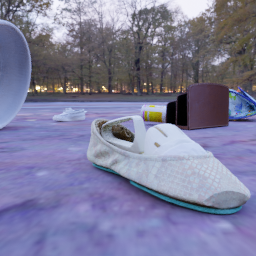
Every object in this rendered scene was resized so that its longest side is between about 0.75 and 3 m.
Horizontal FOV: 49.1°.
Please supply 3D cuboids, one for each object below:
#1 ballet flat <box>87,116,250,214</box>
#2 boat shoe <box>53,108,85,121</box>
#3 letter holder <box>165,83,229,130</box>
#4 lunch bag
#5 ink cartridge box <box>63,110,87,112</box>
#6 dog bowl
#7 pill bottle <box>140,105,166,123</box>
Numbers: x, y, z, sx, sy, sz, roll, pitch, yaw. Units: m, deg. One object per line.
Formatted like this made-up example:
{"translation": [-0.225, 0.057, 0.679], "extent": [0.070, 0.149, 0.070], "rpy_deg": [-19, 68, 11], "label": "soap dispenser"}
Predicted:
{"translation": [0.190, 0.250, 3.171], "extent": [0.807, 0.746, 2.393], "rpy_deg": [-5, 8, -38], "label": "ballet flat"}
{"translation": [-2.329, -0.549, 11.219], "extent": [1.541, 0.528, 0.555], "rpy_deg": [-6, 9, -45], "label": "boat shoe"}
{"translation": [2.240, -0.726, 8.931], "extent": [1.959, 1.392, 0.985], "rpy_deg": [-5, 8, -36], "label": "letter holder"}
{"translation": [4.374, -0.969, 11.617], "extent": [2.246, 1.431, 1.910], "rpy_deg": [15, 10, 22], "label": "lunch bag"}
{"translation": [-2.774, -0.788, 14.794], "extent": [1.133, 0.268, 0.907], "rpy_deg": [5, 6, -2], "label": "ink cartridge box"}
{"translation": [-3.952, -1.475, 7.680], "extent": [1.177, 2.987, 2.987], "rpy_deg": [13, 8, 7], "label": "dog bowl"}
{"translation": [1.023, -0.470, 9.535], "extent": [1.109, 0.578, 0.578], "rpy_deg": [6, 8, 19], "label": "pill bottle"}
